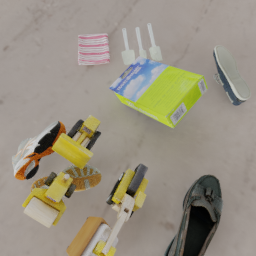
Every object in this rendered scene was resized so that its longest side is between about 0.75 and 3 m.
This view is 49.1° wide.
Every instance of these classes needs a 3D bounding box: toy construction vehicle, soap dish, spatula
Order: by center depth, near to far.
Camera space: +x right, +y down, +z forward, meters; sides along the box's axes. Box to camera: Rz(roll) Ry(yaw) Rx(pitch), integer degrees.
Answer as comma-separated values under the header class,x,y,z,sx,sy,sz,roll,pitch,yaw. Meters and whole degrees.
class,x,y,z,sx,sy,sz,roll,pitch,yaw
soap dish,-0.713,2.435,5.810,0.499,1.228,0.966,21,61,27
toy construction vehicle,-0.727,1.105,6.285,2.440,0.987,2.802,36,46,-2
spatula,0.383,-2.883,9.511,1.285,0.148,1.848,-10,59,3

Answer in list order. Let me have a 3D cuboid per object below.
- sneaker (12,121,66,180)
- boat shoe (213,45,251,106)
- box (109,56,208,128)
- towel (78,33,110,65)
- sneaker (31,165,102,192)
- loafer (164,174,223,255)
class,x,y,z,sx,sy,sz,roll,pitch,yaw
sneaker,-2.396,0.427,7.217,1.836,0.695,0.844,-47,55,5
boat shoe,3.097,-1.627,8.654,0.738,0.609,1.971,-18,74,-23
box,0.755,-1.109,7.910,1.526,0.596,2.502,-48,44,-11
towel,-1.214,-2.816,9.853,1.094,0.224,1.495,-4,59,-3
sneaker,-1.497,1.351,7.019,1.731,0.759,0.655,-12,74,-1
loafer,1.655,2.140,6.350,0.984,0.861,2.739,28,55,7
